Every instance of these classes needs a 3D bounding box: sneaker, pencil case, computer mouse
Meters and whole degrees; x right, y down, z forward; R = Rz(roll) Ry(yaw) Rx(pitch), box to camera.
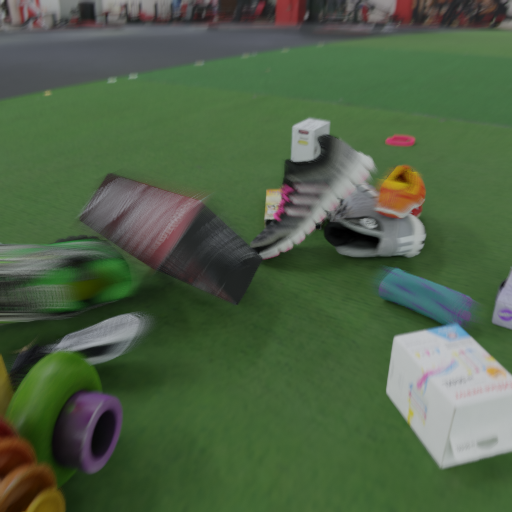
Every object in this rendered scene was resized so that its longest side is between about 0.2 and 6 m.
[{"bbox_3d":[0.747,-1.112,10.127,2.728,1.193,1.006,-44,11,11],"label":"sneaker"},{"bbox_3d":[1.714,-0.761,10.710,1.609,1.045,2.786,-12,31,-33],"label":"sneaker"},{"bbox_3d":[-3.444,0.362,8.045,3.386,1.321,1.442,-13,16,-30],"label":"sneaker"},{"bbox_3d":[2.626,0.654,8.734,1.338,0.569,0.618,25,-6,37],"label":"pencil case"},{"bbox_3d":[2.821,-1.317,10.477,0.772,0.816,2.116,20,26,15],"label":"sneaker"},{"bbox_3d":[-2.350,1.295,7.371,1.816,0.398,0.996,-19,21,1],"label":"computer mouse"}]

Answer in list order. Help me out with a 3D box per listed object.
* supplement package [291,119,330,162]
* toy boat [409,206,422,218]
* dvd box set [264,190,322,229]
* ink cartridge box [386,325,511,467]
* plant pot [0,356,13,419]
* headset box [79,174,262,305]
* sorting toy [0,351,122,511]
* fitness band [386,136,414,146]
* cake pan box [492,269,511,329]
[{"bbox_3d":[1.408,-2.872,14.643,0.646,1.165,0.908,17,33,28],"label":"supplement package"},{"bbox_3d":[2.913,-1.111,11.627,0.853,0.855,1.308,15,27,32],"label":"toy boat"},{"bbox_3d":[0.789,-1.037,12.226,1.195,0.240,1.633,1,29,1],"label":"dvd box set"},{"bbox_3d":[2.324,1.642,6.535,0.943,0.918,1.466,-8,29,-15],"label":"ink cartridge box"},{"bbox_3d":[-3.526,1.500,5.474,1.939,1.710,1.938,22,19,34],"label":"plant pot"},{"bbox_3d":[-1.235,-0.231,8.778,2.493,1.853,0.935,20,76,39],"label":"headset box"},{"bbox_3d":[-1.851,2.030,5.021,1.196,1.751,2.914,8,11,14],"label":"sorting toy"},{"bbox_3d":[4.319,-3.437,16.791,0.817,0.153,0.587,5,31,11],"label":"fitness band"},{"bbox_3d":[4.738,0.733,8.713,1.846,0.483,1.700,16,30,27],"label":"cake pan box"}]
